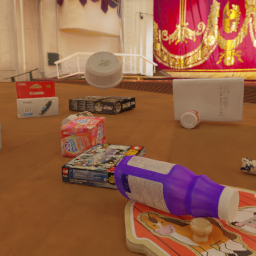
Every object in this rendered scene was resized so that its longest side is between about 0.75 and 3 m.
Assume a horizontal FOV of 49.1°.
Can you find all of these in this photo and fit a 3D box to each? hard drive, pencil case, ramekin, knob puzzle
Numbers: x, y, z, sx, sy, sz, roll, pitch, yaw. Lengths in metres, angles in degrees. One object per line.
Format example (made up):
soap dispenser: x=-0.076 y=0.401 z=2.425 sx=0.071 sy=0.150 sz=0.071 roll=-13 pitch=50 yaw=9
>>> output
hard drive: x=2.951 y=-1.037 z=10.418 sx=2.469 sy=1.629 sz=0.313 roll=2 pitch=26 yaw=20
pencil case: x=2.618 y=0.789 z=5.450 sx=0.780 sy=0.304 sz=0.349 roll=10 pitch=-17 yaw=40
ramekin: x=-1.112 y=-2.705 z=12.776 sx=1.829 sy=0.852 sz=1.829 roll=1 pitch=54 yaw=-1
knob puzzle: x=1.041 y=1.103 z=3.868 sx=2.724 sy=0.378 sz=2.724 roll=0 pitch=12 yaw=0

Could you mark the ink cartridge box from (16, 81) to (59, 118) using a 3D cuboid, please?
ink cartridge box: x=-3.927 y=-1.259 z=12.203 sx=1.715 sy=1.511 sz=0.383 roll=-8 pitch=14 yaw=-31

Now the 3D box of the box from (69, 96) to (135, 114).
box: x=-1.262 y=-1.228 z=14.111 sx=2.686 sy=0.659 sz=2.165 roll=6 pitch=12 yaw=26

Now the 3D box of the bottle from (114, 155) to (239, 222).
bottle: x=0.584 y=0.804 z=3.723 sx=1.645 sy=0.687 sz=0.537 roll=7 pitch=41 yaw=39

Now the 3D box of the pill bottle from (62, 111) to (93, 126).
pill bottle: x=-1.639 y=-0.170 z=9.231 sx=0.630 sy=0.630 sz=1.082 roll=6 pitch=14 yaw=26

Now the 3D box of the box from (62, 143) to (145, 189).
box: x=-0.413 y=0.712 z=5.766 sx=1.179 sy=0.343 sz=1.722 roll=4 pitch=13 yaw=16

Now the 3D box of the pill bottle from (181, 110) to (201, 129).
pill bottle: x=2.306 y=-0.346 z=10.152 sx=0.586 sy=0.586 sz=1.045 roll=5 pitch=13 yaw=23

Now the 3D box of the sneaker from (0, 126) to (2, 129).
sneaker: x=-4.758 y=-0.046 z=9.303 sx=1.186 sy=0.445 sz=0.685 roll=11 pitch=8 yaw=4

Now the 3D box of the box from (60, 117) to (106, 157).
box: x=-1.110 y=0.186 z=7.275 sx=0.802 sy=0.740 sz=1.563 roll=2 pitch=12 yaw=8
